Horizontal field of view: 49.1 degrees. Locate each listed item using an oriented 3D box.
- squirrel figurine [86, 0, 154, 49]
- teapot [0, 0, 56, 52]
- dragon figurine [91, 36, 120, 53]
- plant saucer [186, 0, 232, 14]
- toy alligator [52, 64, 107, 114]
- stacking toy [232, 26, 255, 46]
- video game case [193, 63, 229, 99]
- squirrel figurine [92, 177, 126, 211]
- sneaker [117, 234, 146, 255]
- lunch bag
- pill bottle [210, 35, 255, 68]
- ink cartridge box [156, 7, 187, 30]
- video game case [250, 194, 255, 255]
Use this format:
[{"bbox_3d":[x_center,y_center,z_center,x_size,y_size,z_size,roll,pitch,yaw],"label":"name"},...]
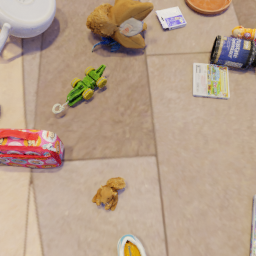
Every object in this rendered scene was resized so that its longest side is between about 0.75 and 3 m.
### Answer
[{"bbox_3d":[-0.436,-4.622,11.356,2.617,1.852,2.443,-6,49,-7],"label":"squirrel figurine"},{"bbox_3d":[-4.512,-4.847,11.461,2.963,2.164,2.925,-26,94,-33],"label":"teapot"},{"bbox_3d":[-0.633,-3.578,11.676,1.832,0.539,0.911,-37,71,-17],"label":"dragon figurine"},{"bbox_3d":[3.680,-6.042,12.911,2.153,0.347,2.153,0,65,0],"label":"plant saucer"},{"bbox_3d":[-1.780,-1.414,10.675,2.671,0.642,0.885,-42,72,-11],"label":"toy alligator"},{"bbox_3d":[5.761,-3.750,11.374,2.994,1.738,1.643,14,64,19],"label":"stacking toy"},{"bbox_3d":[3.274,-1.878,11.110,1.392,0.175,1.529,6,65,3],"label":"video game case"},{"bbox_3d":[-0.598,1.975,8.848,0.819,1.080,1.157,28,69,12],"label":"squirrel figurine"},{"bbox_3d":[0.282,4.256,7.865,0.940,0.993,2.458,-20,68,-11],"label":"sneaker"},{"bbox_3d":[-3.316,0.585,8.960,2.296,2.022,0.940,2,66,1],"label":"lunch bag"},{"bbox_3d":[4.336,-2.974,11.108,1.917,1.072,1.072,12,66,6],"label":"pill bottle"},{"bbox_3d":[1.888,-4.849,12.416,1.093,0.237,1.082,-14,66,-9],"label":"ink cartridge box"},{"bbox_3d":[4.816,3.683,8.525,2.072,0.261,2.894,12,66,6],"label":"video game case"}]
